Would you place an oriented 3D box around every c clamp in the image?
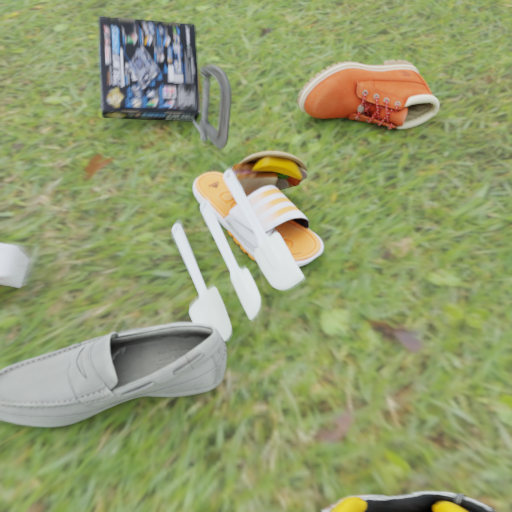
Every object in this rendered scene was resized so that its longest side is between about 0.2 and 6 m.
[{"bbox_3d":[-0.893,-2.872,10.725,0.241,1.776,1.517,-15,51,-25],"label":"c clamp"}]

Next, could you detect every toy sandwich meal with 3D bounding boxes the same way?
[{"bbox_3d":[0.208,-1.326,9.692,1.404,1.404,0.481,-1,68,-1],"label":"toy sandwich meal"}]

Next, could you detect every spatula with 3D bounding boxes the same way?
[{"bbox_3d":[-0.512,-0.046,8.611,1.837,0.212,2.642,-43,50,18],"label":"spatula"}]

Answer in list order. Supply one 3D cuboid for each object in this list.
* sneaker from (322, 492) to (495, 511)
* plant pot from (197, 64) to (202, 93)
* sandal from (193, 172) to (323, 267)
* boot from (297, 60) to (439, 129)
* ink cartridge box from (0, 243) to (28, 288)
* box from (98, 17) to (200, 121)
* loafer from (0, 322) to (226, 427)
[{"bbox_3d":[2.182,3.107,5.420,3.464,1.423,1.348,4,47,3],"label":"sneaker"},{"bbox_3d":[-1.825,-3.927,12.573,0.803,0.808,0.827,27,59,24],"label":"plant pot"},{"bbox_3d":[-0.122,-0.841,9.561,1.126,0.842,2.938,-34,55,-28],"label":"sandal"},{"bbox_3d":[2.388,-3.262,11.762,2.931,1.100,1.571,-13,53,-13],"label":"boot"},{"bbox_3d":[-4.210,0.067,8.446,1.233,0.892,0.519,11,76,-5],"label":"ink cartridge box"},{"bbox_3d":[-2.233,-3.876,11.699,2.005,0.502,2.020,-3,84,-14],"label":"box"},{"bbox_3d":[-1.919,1.423,7.252,3.079,1.075,1.077,-11,47,-10],"label":"loafer"}]
